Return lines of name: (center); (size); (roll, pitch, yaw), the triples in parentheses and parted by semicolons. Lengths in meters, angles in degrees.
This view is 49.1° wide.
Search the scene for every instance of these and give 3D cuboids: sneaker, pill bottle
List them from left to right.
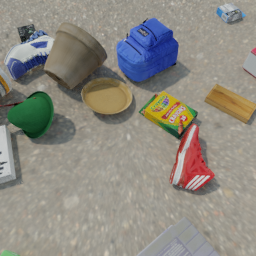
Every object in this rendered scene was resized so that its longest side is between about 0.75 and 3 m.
pill bottle: (-5.665, -1.130, 9.840); (1.626, 1.626, 2.794); (31, 62, 17)
sneaker: (-3.618, -2.923, 11.287); (1.460, 1.022, 2.529); (25, 60, 17)
sneaker: (2.240, 1.013, 9.123); (1.263, 0.856, 2.186); (22, 73, 3)

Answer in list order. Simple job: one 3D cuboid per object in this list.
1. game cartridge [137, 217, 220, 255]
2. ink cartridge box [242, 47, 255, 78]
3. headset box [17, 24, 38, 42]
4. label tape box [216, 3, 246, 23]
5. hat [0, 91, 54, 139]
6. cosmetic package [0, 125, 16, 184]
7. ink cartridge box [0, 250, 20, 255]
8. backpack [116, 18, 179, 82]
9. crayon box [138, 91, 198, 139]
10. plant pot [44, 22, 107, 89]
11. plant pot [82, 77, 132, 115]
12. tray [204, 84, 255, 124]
game cartridge: (1.083, 3.911, 7.444); (2.792, 0.536, 1.810); (-34, 60, -19)
ink cartridge box: (6.173, -2.803, 11.204); (2.444, 1.019, 1.775); (-34, 64, -19)
headset box: (-4.419, -4.204, 12.448); (0.801, 0.372, 0.697); (-19, 60, -12)
label tape box: (4.921, -5.504, 13.241); (1.172, 0.388, 0.840); (-24, 61, -12)
hat: (-3.711, -0.494, 9.083); (1.981, 1.743, 1.641); (-29, 69, 26)
cosmetic package: (-4.284, 0.870, 9.279); (0.795, 0.488, 1.925); (-16, 60, -11)
ink cartridge box: (-2.612, 4.200, 7.043); (1.936, 0.814, 1.413); (21, 61, 12)
backpack: (0.609, -3.068, 10.939); (2.193, 1.840, 1.782); (-34, 57, -15)
crayon box: (1.427, -0.566, 10.171); (1.848, 0.469, 1.173); (34, 64, 19)
plant pot: (-2.172, -2.580, 10.667); (2.129, 2.129, 1.847); (30, 79, 17)
plant pot: (-0.788, -1.176, 10.520); (1.895, 0.260, 1.895); (4, 52, -6)
tray: (3.842, -0.940, 10.494); (1.709, 0.316, 0.843); (32, 63, 19)
